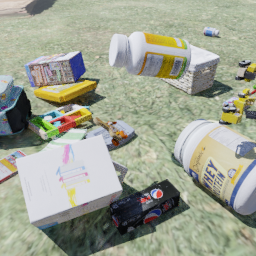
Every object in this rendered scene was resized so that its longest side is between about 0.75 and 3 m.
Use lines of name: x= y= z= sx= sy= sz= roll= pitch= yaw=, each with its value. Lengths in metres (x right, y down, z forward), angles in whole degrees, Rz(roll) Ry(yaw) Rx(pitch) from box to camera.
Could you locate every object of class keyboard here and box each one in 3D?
keyboard: x=5.707 y=-0.548 z=11.547 sx=1.635 sy=0.324 sz=0.851 roll=5 pitch=35 yaw=9

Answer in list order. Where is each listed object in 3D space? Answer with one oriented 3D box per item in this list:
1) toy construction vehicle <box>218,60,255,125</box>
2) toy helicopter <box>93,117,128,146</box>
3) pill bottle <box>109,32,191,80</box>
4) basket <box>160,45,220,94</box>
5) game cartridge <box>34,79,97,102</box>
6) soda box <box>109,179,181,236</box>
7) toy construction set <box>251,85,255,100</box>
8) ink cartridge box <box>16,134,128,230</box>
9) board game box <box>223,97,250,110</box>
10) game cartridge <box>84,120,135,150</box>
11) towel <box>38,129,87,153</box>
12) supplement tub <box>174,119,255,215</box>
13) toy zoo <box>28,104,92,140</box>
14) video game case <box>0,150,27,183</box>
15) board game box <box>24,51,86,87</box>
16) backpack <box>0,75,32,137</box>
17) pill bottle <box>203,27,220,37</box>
toy construction vehicle: x=2.852 y=-0.836 z=6.641 sx=0.580 sy=1.434 sz=1.647 roll=23 pitch=28 yaw=32
toy helicopter: x=-0.495 y=-0.023 z=7.182 sx=0.399 sy=1.012 sz=0.669 roll=-41 pitch=39 yaw=18
pill bottle: x=0.584 y=-2.027 z=7.834 sx=2.095 sy=1.164 sz=1.164 roll=3 pitch=33 yaw=-18
basket: x=2.869 y=-2.977 z=13.860 sx=1.809 sy=1.646 sz=2.669 roll=-22 pitch=40 yaw=-28
game cartridge: x=-2.885 y=-1.793 z=12.863 sx=2.292 sy=0.372 sz=2.021 roll=13 pitch=34 yaw=42
soda box: x=0.475 y=2.082 z=7.514 sx=1.873 sy=0.593 sz=0.663 roll=-19 pitch=40 yaw=-24
toy construction set: x=5.623 y=-1.161 z=11.777 sx=1.594 sy=1.225 sz=1.329 roll=17 pitch=69 yaw=-9
ink cartridge box: x=-1.306 y=1.351 z=7.131 sx=2.444 sy=1.571 sz=1.530 roll=-16 pitch=69 yaw=-17
board game box: x=4.782 y=-1.032 z=12.357 sx=0.832 sy=0.172 sz=0.834 roll=-26 pitch=43 yaw=-32
game cartridge: x=-0.629 y=0.284 z=10.363 sx=1.676 sy=0.348 sz=1.116 roll=-24 pitch=46 yaw=-31
towel: x=-2.274 y=0.496 z=9.966 sx=1.197 sy=0.184 sz=1.570 roll=3 pitch=33 yaw=24
supplement tub: x=2.770 y=0.980 z=8.003 sx=1.856 sy=1.856 sz=2.570 roll=-23 pitch=40 yaw=-29
toy zoo: x=-2.570 y=-0.390 z=11.157 sx=2.479 sy=0.254 sz=1.626 roll=-27 pitch=35 yaw=-32
video game case: x=-3.877 y=1.232 z=9.159 sx=0.922 sy=0.112 sz=1.289 roll=26 pitch=43 yaw=33
board game box: x=-3.475 y=-2.892 z=13.678 sx=2.281 sy=1.105 sz=1.818 roll=-4 pitch=26 yaw=13
backpack: x=-5.197 y=-0.720 z=10.313 sx=2.639 sy=2.023 sz=2.320 roll=-15 pitch=34 yaw=0
pill bottle: x=6.161 y=-7.075 z=20.671 sx=1.053 sy=0.591 sz=0.591 roll=24 pitch=41 yaw=29
